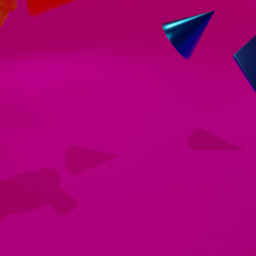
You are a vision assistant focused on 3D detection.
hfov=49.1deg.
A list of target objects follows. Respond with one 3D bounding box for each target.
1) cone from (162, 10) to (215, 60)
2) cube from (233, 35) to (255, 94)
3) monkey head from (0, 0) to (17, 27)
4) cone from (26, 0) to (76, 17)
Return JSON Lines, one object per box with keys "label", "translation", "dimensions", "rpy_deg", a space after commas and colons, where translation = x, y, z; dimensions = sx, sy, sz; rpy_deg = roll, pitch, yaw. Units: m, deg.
{"label": "cone", "translation": [1.474, -2.241, 6.197], "dimensions": [1.029, 1.025, 1.025], "rpy_deg": [-34, 12, 30]}
{"label": "cube", "translation": [2.413, -0.743, 3.666], "dimensions": [1.231, 1.231, 1.231], "rpy_deg": [24, 39, -32]}
{"label": "monkey head", "translation": [-2.434, -2.335, 4.629], "dimensions": [1.387, 1.162, 1.928], "rpy_deg": [-12, 50, 46]}
{"label": "cone", "translation": [-1.431, -2.725, 5.697], "dimensions": [1.005, 1.001, 1.001], "rpy_deg": [5, 27, -6]}
